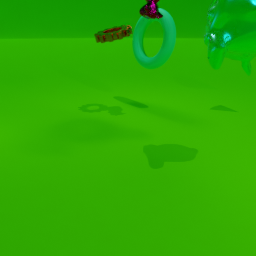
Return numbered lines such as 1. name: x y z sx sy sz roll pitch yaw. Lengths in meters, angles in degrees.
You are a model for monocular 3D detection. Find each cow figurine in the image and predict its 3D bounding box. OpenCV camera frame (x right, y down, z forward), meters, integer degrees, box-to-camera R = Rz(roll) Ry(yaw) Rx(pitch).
1. cow figurine: 0.748 -3.688 7.818 0.663 1.207 1.188 12 42 -35

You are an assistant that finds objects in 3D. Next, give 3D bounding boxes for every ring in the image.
1. ring: 0.881 -3.151 9.967 0.417 2.085 2.085 -5 19 -37

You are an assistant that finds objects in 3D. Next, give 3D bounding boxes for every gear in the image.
1. gear: -0.469 -3.006 8.933 1.198 0.222 1.198 -11 30 6

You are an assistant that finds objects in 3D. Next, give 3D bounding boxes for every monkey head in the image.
1. monkey head: 1.942 -1.589 4.804 1.198 1.987 1.430 7 53 11
